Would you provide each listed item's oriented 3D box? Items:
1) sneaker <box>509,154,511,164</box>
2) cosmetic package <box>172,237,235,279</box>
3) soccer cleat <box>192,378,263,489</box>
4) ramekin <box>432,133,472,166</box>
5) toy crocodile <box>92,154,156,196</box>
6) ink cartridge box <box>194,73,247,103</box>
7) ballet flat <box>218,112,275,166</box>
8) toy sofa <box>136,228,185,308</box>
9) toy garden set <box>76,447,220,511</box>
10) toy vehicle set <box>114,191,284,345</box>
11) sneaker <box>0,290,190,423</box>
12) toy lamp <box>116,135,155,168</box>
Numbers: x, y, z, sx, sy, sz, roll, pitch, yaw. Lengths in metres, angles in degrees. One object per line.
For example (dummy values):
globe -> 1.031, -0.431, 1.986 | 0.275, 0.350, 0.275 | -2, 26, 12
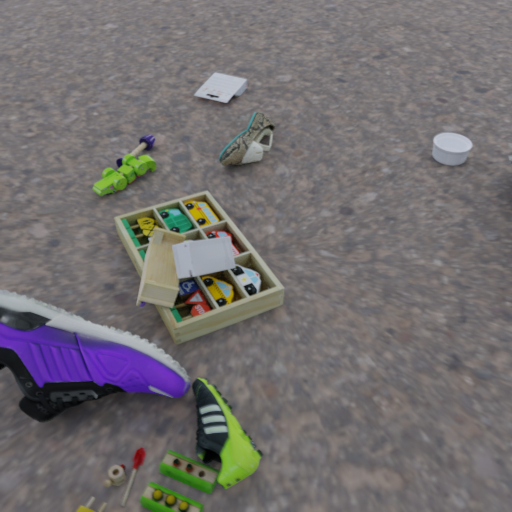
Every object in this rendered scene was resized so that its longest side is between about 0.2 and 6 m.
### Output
sneaker -> 5.835, -1.466, 10.996 | 1.349, 1.532, 3.436 | -16, 6, 29
cosmetic package -> -0.850, 0.017, 9.236 | 0.417, 0.580, 1.027 | -9, 0, 40
soccer cleat -> -0.582, 2.300, 7.508 | 0.710, 0.591, 1.752 | -36, 38, -8
ramekin -> 4.485, -2.446, 12.913 | 0.849, 0.414, 0.849 | 0, 43, 0
toy crocodile -> -2.845, -1.748, 12.166 | 0.529, 0.484, 1.566 | 29, 55, 27
ink cartridge box -> -0.951, -4.507, 15.325 | 1.025, 0.317, 1.264 | 18, 53, 17
ballet flat -> -0.069, -2.639, 12.993 | 0.821, 0.740, 2.180 | 30, 45, 1
toy sofa -> -1.567, 0.241, 9.313 | 0.567, 0.669, 1.370 | 14, 42, -14
toy garden set -> -1.463, 3.091, 6.885 | 1.429, 0.342, 1.714 | 16, 45, 17
toy vehicle set -> -1.134, 0.051, 10.168 | 1.973, 0.421, 3.175 | -20, 46, -20
sneaker -> -2.520, 1.706, 7.993 | 3.065, 1.066, 1.524 | 20, 72, 2
toy lamp -> -2.751, -2.416, 12.944 | 0.362, 0.362, 1.244 | 19, 47, 19
